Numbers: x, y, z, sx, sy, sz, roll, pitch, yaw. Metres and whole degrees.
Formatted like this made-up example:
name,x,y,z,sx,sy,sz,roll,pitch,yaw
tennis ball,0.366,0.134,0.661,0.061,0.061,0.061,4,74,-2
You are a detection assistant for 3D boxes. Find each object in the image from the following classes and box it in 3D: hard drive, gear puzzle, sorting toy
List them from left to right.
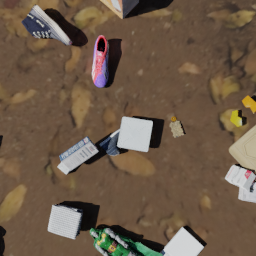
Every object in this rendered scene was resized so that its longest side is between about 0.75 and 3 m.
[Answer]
name,x,y,z,sx,sy,sz,roll,pitch,yaw
gear puzzle,1.684,-0.048,9.923,0.393,0.099,0.760,-18,80,0
hard drive,1.710,4.175,9.349,0.935,0.186,1.418,42,85,5
sorting toy,4.453,0.408,9.195,2.187,0.393,2.935,-46,63,17

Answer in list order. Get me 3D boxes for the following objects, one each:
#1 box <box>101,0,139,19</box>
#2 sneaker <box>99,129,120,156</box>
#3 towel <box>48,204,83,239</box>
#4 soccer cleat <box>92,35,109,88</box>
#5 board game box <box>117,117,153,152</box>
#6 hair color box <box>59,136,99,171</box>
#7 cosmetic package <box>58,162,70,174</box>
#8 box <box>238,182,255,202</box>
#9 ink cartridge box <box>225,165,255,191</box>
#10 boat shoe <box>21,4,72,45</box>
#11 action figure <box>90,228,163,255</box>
name,x,y,z,sx,sy,sz,roll,pitch,yaw
box,-0.386,-4.921,9.646,1.367,1.795,0.954,42,85,5
sneaker,-0.383,0.524,9.703,1.003,0.381,0.725,-40,87,-6
towel,-2.036,3.067,9.291,1.095,0.469,0.907,9,81,14
soccer cleat,-0.978,-2.344,9.902,0.621,0.667,1.822,3,83,0
board game box,0.242,0.214,9.557,1.058,0.137,1.058,9,85,8
hair color box,-1.602,0.837,9.167,1.135,0.568,0.343,-34,41,-1
cosmetic package,-2.012,1.180,9.661,0.428,0.307,0.758,41,83,4
box,4.430,2.190,9.507,1.183,0.356,0.690,7,83,1
ink cartridge box,3.743,1.648,9.347,0.331,0.795,0.577,36,83,-26
boat shoe,-2.938,-3.451,10.084,0.914,0.736,1.971,-45,78,3
action figure,-0.262,4.062,9.172,2.414,0.660,1.426,34,87,7
